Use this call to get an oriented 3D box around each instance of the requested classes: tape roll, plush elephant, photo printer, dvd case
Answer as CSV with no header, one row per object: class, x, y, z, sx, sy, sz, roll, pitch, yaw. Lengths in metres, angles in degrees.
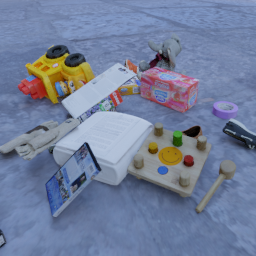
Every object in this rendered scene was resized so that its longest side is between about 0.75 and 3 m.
tape roll,3.979,-0.743,11.486,0.971,0.319,0.971,0,32,0
plush elephant,1.776,-3.577,14.192,2.759,2.136,2.272,7,33,11
photo printer,-0.610,0.423,9.022,2.352,0.982,2.827,13,35,24
dvd case,-1.460,1.283,7.213,1.700,0.149,1.213,-46,38,7

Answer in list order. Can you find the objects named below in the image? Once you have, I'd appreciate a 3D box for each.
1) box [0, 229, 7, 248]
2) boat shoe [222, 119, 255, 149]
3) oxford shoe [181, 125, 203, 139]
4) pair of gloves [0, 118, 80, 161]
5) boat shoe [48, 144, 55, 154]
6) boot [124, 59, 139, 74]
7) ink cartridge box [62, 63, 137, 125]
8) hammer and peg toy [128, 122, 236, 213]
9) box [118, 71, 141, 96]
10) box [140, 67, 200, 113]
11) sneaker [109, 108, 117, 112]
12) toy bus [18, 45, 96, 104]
box,-3.868,2.613,6.133,1.417,0.447,1.796,24,40,33
boat shoe,4.105,0.403,9.503,1.845,0.697,0.556,37,87,31
oxford shoe,1.451,0.636,8.809,0.930,0.930,2.609,30,45,33
pair of gloves,-2.878,0.339,9.095,2.452,0.430,2.085,-1,28,47
boat shoe,-2.227,0.643,9.355,0.869,0.311,0.260,-18,36,-15
boot,0.186,-3.293,15.319,0.814,0.570,1.519,5,36,-9
ink cartridge box,-1.043,-1.304,11.000,2.869,0.722,1.563,-36,43,-9
hammer and peg toy,1.528,0.988,7.765,2.655,0.936,1.952,19,51,23
box,-0.210,-2.285,13.762,1.336,0.466,2.245,-8,35,-12
box,1.760,-1.708,12.189,2.336,1.199,1.106,27,42,33
sneaker,-0.764,-1.108,11.704,0.450,0.687,1.189,-14,35,-21
toy bus,-3.197,-2.049,12.268,2.910,1.975,2.794,31,57,34
